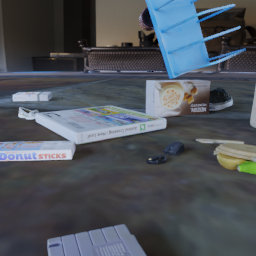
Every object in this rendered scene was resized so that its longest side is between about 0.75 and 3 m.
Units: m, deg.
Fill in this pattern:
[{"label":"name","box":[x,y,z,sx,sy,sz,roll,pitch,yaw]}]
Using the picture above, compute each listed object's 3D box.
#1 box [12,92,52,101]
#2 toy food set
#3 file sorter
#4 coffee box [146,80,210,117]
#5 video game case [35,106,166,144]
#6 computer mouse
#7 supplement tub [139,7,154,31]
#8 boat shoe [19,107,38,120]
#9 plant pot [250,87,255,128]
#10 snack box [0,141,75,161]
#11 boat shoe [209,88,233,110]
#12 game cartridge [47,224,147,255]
[{"label":"box","box":[-4.234,-1.410,12.507,1.479,0.304,1.153,-2,14,-6]},{"label":"toy food set","box":[2.005,0.506,4.737,1.177,0.342,1.704,4,7,-15]},{"label":"file sorter","box":[1.925,-3.030,7.778,1.845,2.658,1.631,-27,13,-35]},{"label":"coffee box","box":[1.608,-0.986,9.068,1.940,1.110,0.773,-3,13,-18]},{"label":"video game case","box":[-0.813,-0.191,7.479,2.506,0.304,2.753,-9,16,-33]},{"label":"computer mouse","box":[0.704,0.436,5.132,0.332,0.193,1.132,11,18,35]},{"label":"supplement tub","box":[0.768,-3.826,9.908,0.724,0.724,1.353,0,14,0]},{"label":"boat shoe","box":[-2.974,-0.442,8.495,0.951,0.305,0.350,9,17,34]},{"label":"plant pot","box":[4.387,-0.818,5.987,2.396,2.393,2.121,0,19,0]},{"label":"snack box","box":[-1.861,0.416,5.162,1.704,0.207,0.613,-1,14,-4]},{"label":"boat shoe","box":[3.492,-1.173,10.676,0.838,0.691,2.442,7,15,28]},{"label":"game cartridge","box":[-0.162,1.172,2.094,0.777,0.230,1.199,0,13,-20]}]
